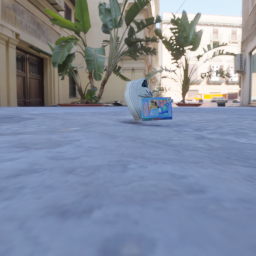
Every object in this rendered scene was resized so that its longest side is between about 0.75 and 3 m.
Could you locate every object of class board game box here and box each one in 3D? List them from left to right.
[{"bbox_3d":[0.958,-0.643,9.329,1.015,0.772,0.228,-2,-22,9],"label":"board game box"}]

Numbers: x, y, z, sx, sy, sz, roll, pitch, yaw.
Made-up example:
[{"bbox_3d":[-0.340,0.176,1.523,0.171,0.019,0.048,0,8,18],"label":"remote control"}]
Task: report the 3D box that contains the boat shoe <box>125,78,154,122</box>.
[{"bbox_3d":[0.501,-1.291,11.210,1.000,0.979,2.807,-22,30,14],"label":"boat shoe"}]
